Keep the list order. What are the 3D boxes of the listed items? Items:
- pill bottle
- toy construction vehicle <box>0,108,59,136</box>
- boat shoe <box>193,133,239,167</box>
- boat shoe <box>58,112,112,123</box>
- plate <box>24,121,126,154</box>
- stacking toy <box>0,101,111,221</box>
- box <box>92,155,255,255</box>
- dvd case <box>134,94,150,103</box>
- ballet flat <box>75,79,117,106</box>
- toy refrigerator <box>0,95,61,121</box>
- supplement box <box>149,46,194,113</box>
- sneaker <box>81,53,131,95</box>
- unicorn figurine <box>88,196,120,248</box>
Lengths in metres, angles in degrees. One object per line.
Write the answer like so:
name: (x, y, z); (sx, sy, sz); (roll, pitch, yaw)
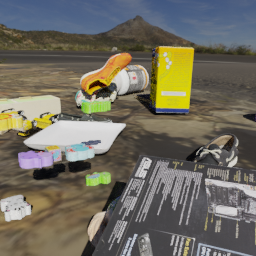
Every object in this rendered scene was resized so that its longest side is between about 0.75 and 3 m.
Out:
pill bottle: (-0.195, -2.560, 15.034); (1.532, 1.532, 2.633); (13, 20, 37)
toy construction vehicle: (-3.126, -0.097, 8.477); (1.547, 0.626, 1.777); (11, 16, 11)
boat shoe: (1.770, 0.613, 5.744); (0.767, 0.626, 2.076); (13, 21, 38)
boat shoe: (-1.369, -0.240, 8.921); (1.748, 0.495, 0.600); (0, 16, -1)
plate: (-1.290, 0.251, 7.505); (2.131, 0.345, 2.136); (4, 17, 10)
stacking toy: (-1.129, 0.446, 4.625); (2.105, 1.587, 0.495); (-11, 20, -35)
box: (0.660, 1.286, 2.174); (1.949, 0.615, 2.472); (6, 35, 19)
dvd case: (1.563, -1.403, 13.484); (1.736, 0.187, 2.335); (-6, 17, -23)
ballet flat: (-1.122, -1.430, 12.407); (0.955, 1.130, 2.989); (26, 32, 19)
toy refrigerator: (-3.617, -0.646, 9.735); (2.354, 0.824, 0.894); (-12, 20, -35)
supplement box: (1.623, -1.855, 10.837); (1.311, 2.394, 1.303); (1, 11, -7)
sneaker: (-0.747, -2.040, 10.796); (2.246, 0.820, 0.866); (-36, 57, 2)
unicorn figurine: (0.504, 1.040, 3.769); (2.298, 0.848, 1.578); (-6, 25, -35)
